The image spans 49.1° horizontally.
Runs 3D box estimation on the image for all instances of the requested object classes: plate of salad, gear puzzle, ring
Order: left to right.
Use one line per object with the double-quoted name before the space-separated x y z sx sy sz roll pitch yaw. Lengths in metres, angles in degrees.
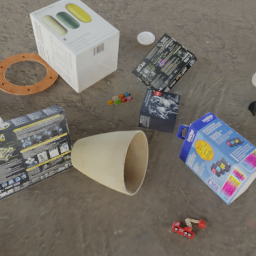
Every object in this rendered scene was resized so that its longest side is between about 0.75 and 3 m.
"ring" -4.440 -2.358 12.240 2.733 0.262 2.733 4 51 -5
"gear puzzle" -0.365 -1.207 11.540 1.075 0.141 0.557 -19 55 -14
"plate of salad" 0.899 -4.473 14.031 0.890 0.214 0.890 -1 63 2

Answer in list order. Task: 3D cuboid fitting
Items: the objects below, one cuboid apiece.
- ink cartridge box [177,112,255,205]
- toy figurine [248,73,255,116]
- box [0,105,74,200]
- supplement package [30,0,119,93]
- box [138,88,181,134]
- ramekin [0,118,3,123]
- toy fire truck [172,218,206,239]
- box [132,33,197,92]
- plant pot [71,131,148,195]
"ink cartridge box" 2.730 0.806 8.902 1.026 1.834 2.689 -27 57 -25
"toy figurine" 5.544 -1.597 10.649 1.492 2.144 2.111 11 48 29
"box" -3.017 0.721 8.446 2.641 2.128 0.648 -24 35 -28
"supplement package" -2.195 -3.556 11.836 2.225 2.209 2.932 -37 69 -25
"box" 1.200 -0.666 10.644 1.344 0.768 1.476 12 49 6
"ramekin" -5.333 0.474 8.757 2.689 1.311 2.689 20 60 -38
"toy fire truck" 1.801 2.918 8.299 0.885 0.216 0.624 19 54 15
"box" 1.456 -2.546 11.524 2.159 0.470 1.729 -49 64 10
"plant pot" -0.670 0.948 8.952 2.108 1.974 1.974 7 51 24
